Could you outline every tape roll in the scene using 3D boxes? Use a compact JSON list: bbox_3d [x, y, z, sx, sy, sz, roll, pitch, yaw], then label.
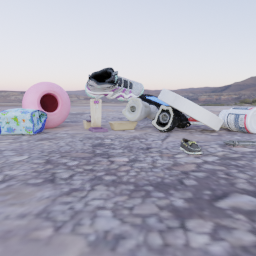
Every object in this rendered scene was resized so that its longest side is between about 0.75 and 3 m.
[{"bbox_3d":[2.212,-0.654,9.983,2.450,0.448,2.450,29,7,-4],"label":"tape roll"}]

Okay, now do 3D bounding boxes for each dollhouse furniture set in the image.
[{"bbox_3d":[-0.659,-0.586,10.544,1.808,1.283,1.433,-2,6,-23],"label":"dollhouse furniture set"}]

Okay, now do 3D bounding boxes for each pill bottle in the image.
[{"bbox_3d":[3.940,-0.300,9.827,0.863,0.863,1.443,-3,7,-26],"label":"pill bottle"}]

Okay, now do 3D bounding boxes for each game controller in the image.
[{"bbox_3d":[1.522,-1.211,13.568,1.310,0.529,2.510,-17,33,-40],"label":"game controller"}]

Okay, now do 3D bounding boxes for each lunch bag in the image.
[{"bbox_3d":[-3.471,-0.262,9.346,1.200,0.899,1.411,0,15,1],"label":"lunch bag"}]

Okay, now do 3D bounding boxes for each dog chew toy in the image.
[{"bbox_3d":[-3.489,-0.867,11.615,1.830,1.830,2.938,-3,-1,-26],"label":"dog chew toy"}]

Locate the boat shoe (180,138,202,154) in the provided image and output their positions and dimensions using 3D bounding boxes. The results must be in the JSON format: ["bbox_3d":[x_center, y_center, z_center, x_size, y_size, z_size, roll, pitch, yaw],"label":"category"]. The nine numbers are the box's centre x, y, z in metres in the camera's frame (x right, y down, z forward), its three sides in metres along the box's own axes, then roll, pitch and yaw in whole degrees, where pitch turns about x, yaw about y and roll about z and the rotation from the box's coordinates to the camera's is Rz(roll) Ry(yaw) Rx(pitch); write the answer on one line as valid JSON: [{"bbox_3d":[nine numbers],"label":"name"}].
[{"bbox_3d":[1.351,0.393,6.082,0.295,0.249,0.827,-1,6,-13],"label":"boat shoe"}]

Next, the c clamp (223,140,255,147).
[{"bbox_3d":[2.925,0.368,6.838,1.089,0.148,0.931,1,6,8],"label":"c clamp"}]

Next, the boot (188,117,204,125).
[{"bbox_3d":[2.975,-0.579,12.717,1.158,0.836,0.419,2,6,20],"label":"boot"}]

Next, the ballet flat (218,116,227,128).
[{"bbox_3d":[4.071,-0.167,10.691,1.722,0.651,0.550,0,34,44],"label":"ballet flat"}]

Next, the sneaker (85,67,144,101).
[{"bbox_3d":[-0.382,-1.675,10.310,2.310,0.898,1.616,-4,-18,-14],"label":"sneaker"}]

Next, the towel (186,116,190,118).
[{"bbox_3d":[3.288,-0.410,14.014,2.111,0.365,2.033,0,3,16],"label":"towel"}]

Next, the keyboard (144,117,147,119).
[{"bbox_3d":[1.783,-0.652,16.127,1.899,0.308,2.989,8,7,16],"label":"keyboard"}]

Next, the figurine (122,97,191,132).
[{"bbox_3d":[1.159,-0.458,10.653,2.123,0.914,2.071,19,7,31],"label":"figurine"}]
